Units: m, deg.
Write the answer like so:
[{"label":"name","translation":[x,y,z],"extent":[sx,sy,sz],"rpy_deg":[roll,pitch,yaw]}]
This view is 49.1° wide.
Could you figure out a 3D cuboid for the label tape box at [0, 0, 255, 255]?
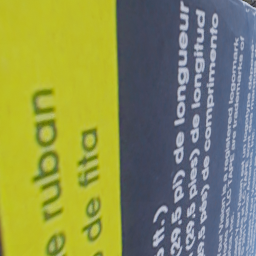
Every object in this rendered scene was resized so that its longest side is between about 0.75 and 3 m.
[{"label":"label tape box","translation":[-0.008,0.447,1.024],"extent":[0.736,1.676,2.325],"rpy_deg":[9,15,36]}]
